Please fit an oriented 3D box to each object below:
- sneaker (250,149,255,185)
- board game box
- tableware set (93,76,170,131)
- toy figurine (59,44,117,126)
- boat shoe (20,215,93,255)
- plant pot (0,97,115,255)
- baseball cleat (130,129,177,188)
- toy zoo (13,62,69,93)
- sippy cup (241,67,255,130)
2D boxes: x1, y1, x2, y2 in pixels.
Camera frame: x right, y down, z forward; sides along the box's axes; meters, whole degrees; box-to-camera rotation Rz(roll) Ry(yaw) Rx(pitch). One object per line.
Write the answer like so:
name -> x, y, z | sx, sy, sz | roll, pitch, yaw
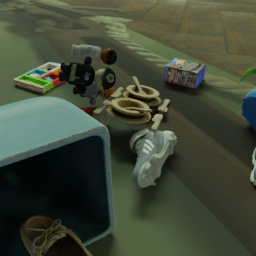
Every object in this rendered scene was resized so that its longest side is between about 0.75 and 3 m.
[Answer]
sneaker -> 3.228, 0.750, 6.490 | 0.572, 0.587, 1.475 | 14, 36, 19
board game box -> 2.146, -2.088, 10.564 | 1.263, 0.612, 1.007 | 19, 39, 24
tableware set -> 0.278, -0.857, 8.225 | 1.812, 0.549, 2.741 | 16, 25, 10
toy figurine -> -1.021, -1.265, 8.086 | 1.435, 2.063, 2.031 | 8, 39, 1
boat shoe -> -1.016, 1.975, 4.493 | 1.922, 0.602, 0.704 | 29, 48, 23
plant pot -> -1.889, 0.721, 4.942 | 2.412, 2.419, 2.464 | -19, 38, -25
baseball cleat -> 0.396, 0.661, 6.647 | 1.123, 0.736, 2.110 | 10, 26, 27
toy zoo -> -3.044, -2.064, 10.865 | 1.480, 0.231, 2.256 | 18, 39, 25
sippy cup -> 4.151, -0.712, 7.860 | 1.579, 1.692, 2.155 | -27, 32, -17
